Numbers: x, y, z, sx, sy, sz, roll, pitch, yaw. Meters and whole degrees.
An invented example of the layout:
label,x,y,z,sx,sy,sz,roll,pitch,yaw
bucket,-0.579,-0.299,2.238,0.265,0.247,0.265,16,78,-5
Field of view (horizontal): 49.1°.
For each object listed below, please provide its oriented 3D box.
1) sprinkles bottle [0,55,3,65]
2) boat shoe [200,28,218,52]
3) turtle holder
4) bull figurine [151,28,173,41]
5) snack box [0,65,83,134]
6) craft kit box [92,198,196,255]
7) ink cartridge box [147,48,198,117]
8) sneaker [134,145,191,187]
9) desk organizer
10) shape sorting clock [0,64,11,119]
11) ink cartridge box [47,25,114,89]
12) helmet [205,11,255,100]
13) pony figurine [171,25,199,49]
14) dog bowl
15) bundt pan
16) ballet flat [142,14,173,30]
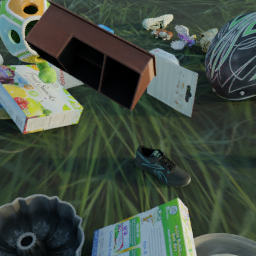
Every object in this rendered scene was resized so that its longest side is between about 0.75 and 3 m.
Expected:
label,x,y,z,sx,sy,sz,roll,pitch,yaw
sprinkles bottle,-5.876,-2.421,11.198,0.646,0.646,1.892,13,41,16
boat shoe,3.735,-3.748,12.697,0.882,0.979,2.715,-5,37,14
turtle holder,-2.611,-2.410,7.590,1.700,2.237,1.589,5,24,-34
bull figurine,1.706,-4.847,14.459,1.200,0.391,0.729,15,43,20
snack box,-2.914,-1.013,8.659,1.867,0.696,2.626,-14,49,-46
craft kit box,0.199,2.334,4.611,1.911,0.469,1.935,-30,31,22
ink cartridge box,1.503,-1.532,9.275,0.512,1.658,2.044,-32,49,-32
sneaker,0.832,0.944,7.015,1.565,0.620,0.590,22,42,23
desk organizer,-0.683,-1.341,5.292,2.331,0.836,0.898,31,83,13
shape sorting clock,-4.318,-1.258,9.148,2.368,0.464,2.368,21,45,-23
ink cartridge box,-1.811,-2.683,10.577,2.499,1.825,1.054,-20,42,-24
helmet,4.184,-2.436,9.691,2.855,2.994,2.994,0,35,-28
pony figurine,2.743,-4.293,13.423,1.268,1.093,1.313,13,24,1
dog bowl,1.681,2.934,4.434,2.375,0.697,2.375,-1,39,1
bundt pan,-1.805,2.283,5.201,2.063,0.774,2.063,0,39,0
ballet flat,1.717,-5.809,15.612,1.932,0.693,0.693,-18,42,-17
